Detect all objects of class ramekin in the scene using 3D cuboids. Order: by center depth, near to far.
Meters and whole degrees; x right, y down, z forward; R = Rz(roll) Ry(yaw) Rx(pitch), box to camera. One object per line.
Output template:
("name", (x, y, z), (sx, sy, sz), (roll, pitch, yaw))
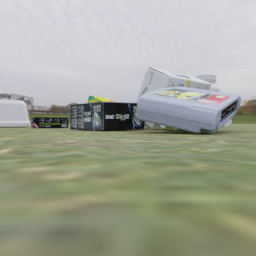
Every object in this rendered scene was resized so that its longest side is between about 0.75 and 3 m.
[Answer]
("ramekin", (-5.649, -0.620, 12.411), (2.520, 1.174, 2.520), (-1, 2, 0))

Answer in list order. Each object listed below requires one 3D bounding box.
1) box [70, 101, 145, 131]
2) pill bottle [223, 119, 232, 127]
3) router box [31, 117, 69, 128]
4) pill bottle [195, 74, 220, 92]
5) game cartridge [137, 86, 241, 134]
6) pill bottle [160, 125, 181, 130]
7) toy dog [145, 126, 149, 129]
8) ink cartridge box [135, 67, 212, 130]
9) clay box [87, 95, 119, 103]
("box", (-0.591, -0.307, 7.671), (1.377, 0.724, 1.682), (-1, 1, -40))
("pill bottle", (4.019, -0.366, 11.930), (0.521, 0.521, 0.928), (0, 17, -8))
("router box", (-2.979, -0.199, 10.636), (1.299, 0.403, 0.973), (0, 1, -22))
("pill bottle", (4.204, -1.449, 15.137), (1.490, 2.739, 1.490), (-1, 2, 0))
("game cartridge", (1.338, -0.501, 6.090), (1.732, 0.532, 2.603), (10, 17, 29))
("pill bottle", (1.487, -0.280, 7.371), (1.224, 0.697, 0.697), (-1, 1, -16))
("toy dog", (0.749, -0.411, 9.776), (0.701, 0.960, 1.455), (11, 29, -11))
("ink cartridge box", (1.337, -0.828, 8.406), (2.170, 1.577, 0.950), (1, 24, -43))
("clay box", (-0.545, -0.776, 12.039), (2.720, 0.647, 1.563), (26, 14, 30))
